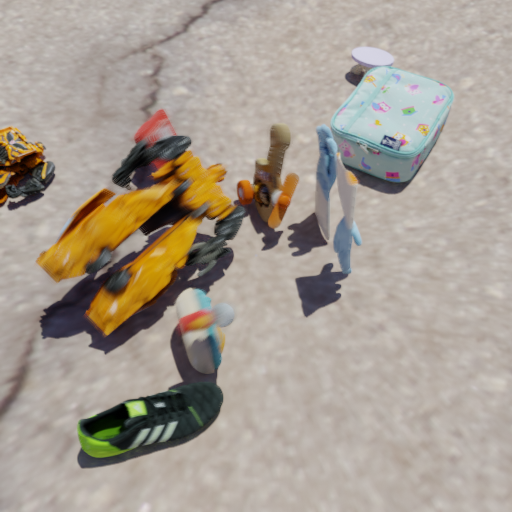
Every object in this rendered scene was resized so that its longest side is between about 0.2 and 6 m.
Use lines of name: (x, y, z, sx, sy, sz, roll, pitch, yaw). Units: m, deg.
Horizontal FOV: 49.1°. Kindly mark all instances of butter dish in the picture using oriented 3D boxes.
butter dish: (-1.805, -1.985, 9.677, 0.603, 0.816, 0.814, 2, 47, 32)

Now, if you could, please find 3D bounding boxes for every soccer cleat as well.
soccer cleat: (-1.318, 2.049, 7.158, 1.899, 0.770, 0.641, -18, 55, -13)

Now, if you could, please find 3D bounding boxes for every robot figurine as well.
robot figurine: (-4.665, -1.399, 9.612, 1.673, 0.672, 2.308, 40, 64, 22)
robot figurine: (-1.578, -0.389, 8.155, 2.899, 2.102, 0.844, -43, 22, -16)

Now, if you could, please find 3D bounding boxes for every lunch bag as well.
lunch bag: (2.410, -2.459, 10.225, 1.815, 0.872, 2.263, 28, 60, 18)

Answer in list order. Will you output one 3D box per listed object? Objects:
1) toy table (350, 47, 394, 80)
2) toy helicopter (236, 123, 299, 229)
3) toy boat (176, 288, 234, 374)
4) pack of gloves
toy table: (2.336, -3.864, 11.424, 0.856, 0.501, 0.787, 31, 61, 21)
toy helicopter: (0.274, -1.250, 8.844, 0.698, 1.771, 1.171, -9, 49, -20)
toy boat: (-0.666, 0.944, 7.496, 0.666, 1.433, 1.205, -14, 77, -11)
pack of gloves: (1.278, -0.846, 8.285, 0.400, 2.026, 1.702, -11, 48, -4)
